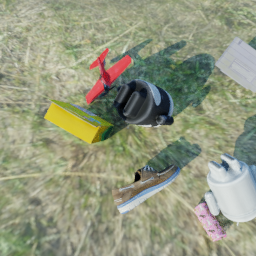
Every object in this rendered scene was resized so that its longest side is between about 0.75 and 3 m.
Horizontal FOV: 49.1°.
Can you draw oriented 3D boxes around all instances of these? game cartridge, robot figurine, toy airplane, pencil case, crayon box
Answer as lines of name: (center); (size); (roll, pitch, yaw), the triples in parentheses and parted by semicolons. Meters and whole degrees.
game cartridge: (3.756, -1.987, 8.969); (1.678, 1.088, 0.322); (31, 24, -14)
robot figurine: (2.557, 1.490, 6.697); (1.507, 1.777, 1.003); (-28, 17, -1)
toy airplane: (-0.764, -1.795, 8.984); (2.142, 0.394, 2.142); (-31, 44, 34)
pencil case: (2.009, 2.297, 6.877); (0.405, 0.388, 0.937); (-34, 58, 10)
robot figurine: (0.463, -0.647, 8.007); (1.267, 2.031, 1.526); (-21, 75, 31)
crayon box: (-1.262, -0.163, 7.442); (1.375, 2.165, 0.550); (29, 94, 7)

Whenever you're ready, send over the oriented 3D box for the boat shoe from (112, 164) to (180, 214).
boat shoe: (0.486, 1.340, 7.094); (1.969, 0.711, 0.713); (-28, 84, -28)
